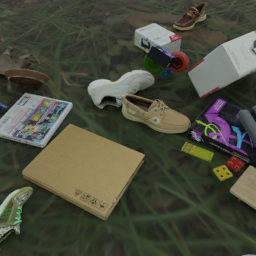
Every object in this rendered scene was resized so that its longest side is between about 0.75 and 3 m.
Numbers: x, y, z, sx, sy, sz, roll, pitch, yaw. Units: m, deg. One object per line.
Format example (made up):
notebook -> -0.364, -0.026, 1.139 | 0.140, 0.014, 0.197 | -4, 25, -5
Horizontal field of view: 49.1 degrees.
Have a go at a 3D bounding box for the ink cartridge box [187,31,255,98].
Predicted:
ink cartridge box -> 3.743, -2.280, 9.513 | 2.749, 2.018, 1.139 | -26, 87, -24

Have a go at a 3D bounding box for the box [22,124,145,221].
box -> -1.148, 1.022, 7.609 | 2.612, 0.278, 2.135 | 21, 48, 20

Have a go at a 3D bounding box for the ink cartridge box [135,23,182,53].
ink cartridge box -> 1.255, -3.744, 12.046 | 1.219, 0.693, 1.673 | -28, 52, -25

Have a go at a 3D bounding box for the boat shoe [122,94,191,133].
boat shoe -> 0.851, -0.470, 8.767 | 2.272, 0.733, 0.810 | 16, 47, 15

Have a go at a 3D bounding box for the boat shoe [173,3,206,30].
boat shoe -> 3.069, -5.497, 13.684 | 2.338, 0.842, 0.843 | -34, 54, -29

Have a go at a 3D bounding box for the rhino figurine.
rhino figurine -> -4.730, -2.508, 10.737 | 2.753, 0.823, 1.204 | 3, 54, 0

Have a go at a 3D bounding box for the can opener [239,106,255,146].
can opener -> 3.794, 0.604, 7.425 | 0.722, 0.912, 2.743 | -19, 55, 4

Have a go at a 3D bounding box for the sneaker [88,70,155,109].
sneaker -> -0.136, -1.203, 9.542 | 2.316, 0.877, 1.065 | -16, 54, -5

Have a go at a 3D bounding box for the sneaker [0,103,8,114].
sneaker -> -4.456, -0.837, 9.367 | 1.186, 0.447, 0.465 | 22, 44, 18

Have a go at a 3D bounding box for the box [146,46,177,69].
box -> 1.161, -2.422, 9.526 | 0.785, 0.438, 1.112 | 32, 23, 7

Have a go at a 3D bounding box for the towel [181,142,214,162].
towel -> 2.014, 0.676, 8.097 | 0.873, 0.079, 0.376 | 22, 50, 20

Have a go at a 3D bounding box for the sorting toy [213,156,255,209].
sorting toy -> 3.168, 1.579, 6.994 | 2.162, 0.366, 1.042 | 35, 55, 29

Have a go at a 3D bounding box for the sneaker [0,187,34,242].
sneaker -> -2.664, 2.105, 6.416 | 0.728, 0.632, 1.644 | 31, 57, 11

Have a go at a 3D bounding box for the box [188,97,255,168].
box -> 3.342, 0.140, 8.362 | 2.523, 0.455, 1.804 | 29, 52, 23

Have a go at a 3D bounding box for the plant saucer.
plant saucer -> -3.513, -1.704, 9.745 | 1.470, 1.470, 0.253 | 2, 82, 2

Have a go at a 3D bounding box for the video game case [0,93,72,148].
video game case -> -3.025, -0.315, 8.986 | 1.813, 0.229, 1.990 | 13, 45, 12

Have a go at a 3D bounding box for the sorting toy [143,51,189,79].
sorting toy -> 1.458, -2.456, 10.558 | 1.668, 1.002, 0.685 | 6, 34, 18
